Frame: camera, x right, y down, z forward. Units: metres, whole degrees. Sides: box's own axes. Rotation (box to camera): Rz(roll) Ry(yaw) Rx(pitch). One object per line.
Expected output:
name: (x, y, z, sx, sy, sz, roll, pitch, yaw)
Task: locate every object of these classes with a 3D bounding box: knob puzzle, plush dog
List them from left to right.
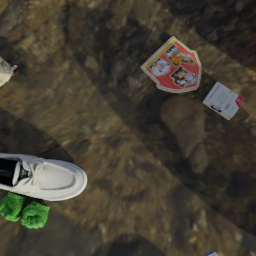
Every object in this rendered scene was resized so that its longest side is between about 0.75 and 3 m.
plush dog: (-3.671, -1.736, 7.656, 1.019, 1.187, 0.952, 48, 47, 1)
knob puzzle: (1.398, -1.692, 7.940, 1.761, 0.244, 1.761, 0, 76, 0)

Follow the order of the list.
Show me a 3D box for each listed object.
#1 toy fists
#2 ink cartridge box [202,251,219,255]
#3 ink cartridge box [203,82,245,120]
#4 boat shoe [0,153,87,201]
toy fists: (-2.583, 2.057, 6.902, 1.248, 0.429, 0.636, 19, 77, 4)
ink cartridge box: (1.527, 2.882, 3.823, 0.476, 2.157, 2.197, -50, 56, 12)
ink cartridge box: (2.593, -0.743, 7.636, 0.870, 0.360, 0.634, 36, 79, 8)
boat shoe: (-2.487, 1.120, 6.859, 2.894, 0.951, 1.041, 12, 76, 3)
